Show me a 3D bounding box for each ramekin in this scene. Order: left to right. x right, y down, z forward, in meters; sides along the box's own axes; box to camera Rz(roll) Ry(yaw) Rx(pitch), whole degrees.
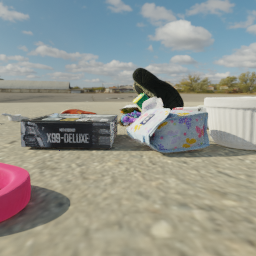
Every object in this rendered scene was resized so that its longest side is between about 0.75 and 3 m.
[{"bbox_3d":[3.491,-0.198,7.657,2.780,1.295,2.780,0,7,0],"label":"ramekin"}]

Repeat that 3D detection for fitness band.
[{"bbox_3d":[-2.340,0.763,3.548,2.336,0.437,1.677,5,6,31],"label":"fitness band"}]

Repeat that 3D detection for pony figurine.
[{"bbox_3d":[0.611,-0.142,8.544,1.526,1.316,1.580,-7,-12,34],"label":"pony figurine"}]

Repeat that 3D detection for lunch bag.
[{"bbox_3d":[0.942,0.025,6.972,1.670,1.062,1.417,-8,8,-17],"label":"lunch bag"}]

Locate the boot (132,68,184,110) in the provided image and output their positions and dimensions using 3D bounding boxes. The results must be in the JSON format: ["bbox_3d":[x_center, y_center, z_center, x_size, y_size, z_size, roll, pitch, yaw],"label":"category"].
[{"bbox_3d":[1.371,-1.677,13.668,2.830,1.022,2.138,39,-5,1],"label":"boot"}]

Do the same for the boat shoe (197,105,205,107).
[{"bbox_3d":[4.389,-0.605,12.975,1.031,0.851,2.753,-3,10,-45],"label":"boat shoe"}]

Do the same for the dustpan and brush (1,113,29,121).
[{"bbox_3d":[-5.923,-0.575,14.440,1.073,0.440,1.538,3,7,22],"label":"dustpan and brush"}]

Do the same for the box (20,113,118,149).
[{"bbox_3d":[-1.503,0.010,8.272,2.271,0.717,2.880,1,6,2],"label":"box"}]

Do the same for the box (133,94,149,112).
[{"bbox_3d":[0.916,-0.786,12.193,0.611,1.481,2.524,-43,7,1],"label":"box"}]

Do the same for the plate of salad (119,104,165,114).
[{"bbox_3d":[0.872,-0.995,17.047,2.847,0.684,2.847,1,-3,0],"label":"plate of salad"}]

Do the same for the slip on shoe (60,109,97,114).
[{"bbox_3d":[-2.361,-0.540,13.415,1.894,0.701,0.579,5,11,1],"label":"slip on shoe"}]

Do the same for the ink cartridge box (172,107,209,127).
[{"bbox_3d":[2.896,-0.459,11.485,1.963,0.818,1.425,-1,5,18],"label":"ink cartridge box"}]
